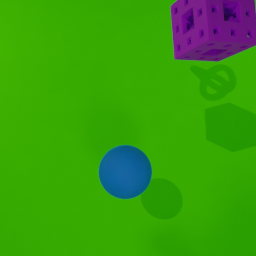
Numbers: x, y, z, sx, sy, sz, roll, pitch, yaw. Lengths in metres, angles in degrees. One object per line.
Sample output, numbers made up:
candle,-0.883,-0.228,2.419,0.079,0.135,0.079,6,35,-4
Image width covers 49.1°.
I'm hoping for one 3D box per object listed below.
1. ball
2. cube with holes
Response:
ball,-0.052,0.854,5.472,1.039,1.039,1.039,0,79,0
cube with holes,1.380,-1.709,4.610,0.950,0.950,0.950,-3,87,-22
